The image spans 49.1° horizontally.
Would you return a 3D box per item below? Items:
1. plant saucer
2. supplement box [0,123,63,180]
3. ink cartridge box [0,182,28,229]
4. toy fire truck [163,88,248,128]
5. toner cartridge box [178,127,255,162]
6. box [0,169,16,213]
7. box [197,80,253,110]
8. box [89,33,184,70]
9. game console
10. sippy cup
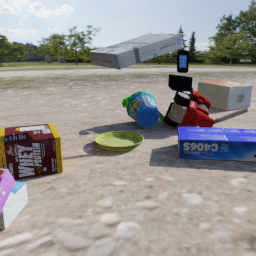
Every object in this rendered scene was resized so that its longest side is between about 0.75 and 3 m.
[{"bbox_3d":[-0.295,0.459,9.577,1.671,0.260,1.671,-1,17,0],"label":"plant saucer"},{"bbox_3d":[-2.711,0.599,7.729,1.533,1.018,1.512,-7,18,-21],"label":"supplement box"},{"bbox_3d":[-2.962,1.468,5.624,1.564,0.531,0.907,3,18,9],"label":"ink cartridge box"},{"bbox_3d":[3.233,-0.765,11.818,2.824,1.817,2.486,25,25,5],"label":"toy fire truck"},{"bbox_3d":[3.076,0.479,8.810,2.964,0.640,1.408,2,18,8],"label":"toner cartridge box"},{"bbox_3d":[-3.401,1.395,4.800,2.362,0.462,1.616,2,45,8],"label":"box"},{"bbox_3d":[5.371,-1.902,15.780,1.824,1.274,2.395,-9,19,-28],"label":"box"},{"bbox_3d":[0.202,-2.170,7.734,2.102,0.433,1.639,-26,27,-24],"label":"box"},{"bbox_3d":[1.866,-2.026,9.886,0.864,1.465,0.177,3,-3,-13],"label":"game console"},{"bbox_3d":[0.697,-0.702,11.842,1.805,1.417,1.323,-11,29,-7],"label":"sippy cup"}]
